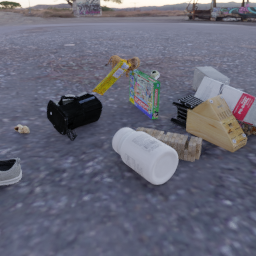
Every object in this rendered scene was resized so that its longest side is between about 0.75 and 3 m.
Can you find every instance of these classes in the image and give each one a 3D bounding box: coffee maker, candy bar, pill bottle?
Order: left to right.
[{"bbox_3d":[-2.060,-0.505,11.583,1.949,1.872,1.313,-24,-9,-41],"label":"coffee maker"},{"bbox_3d":[-0.518,-1.525,8.637,0.411,1.649,0.183,23,45,-31],"label":"candy bar"},{"bbox_3d":[0.454,0.781,8.871,1.203,1.203,2.104,-18,31,-32],"label":"pill bottle"}]

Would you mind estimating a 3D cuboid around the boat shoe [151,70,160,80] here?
[{"bbox_3d":[1.757,-3.502,18.219,0.564,0.486,1.565,5,27,10],"label":"boat shoe"}]

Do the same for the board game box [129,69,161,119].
[{"bbox_3d":[0.729,-1.676,13.222,0.369,1.704,2.533,-10,28,-21],"label":"board game box"}]

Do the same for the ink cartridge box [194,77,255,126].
[{"bbox_3d":[4.420,-1.133,11.895,1.867,1.072,2.572,9,22,-44],"label":"ink cartridge box"}]

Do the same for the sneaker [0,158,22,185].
[{"bbox_3d":[-4.075,1.226,7.852,2.151,0.882,0.804,-11,46,-41],"label":"sneaker"}]

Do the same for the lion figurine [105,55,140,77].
[{"bbox_3d":[-0.232,-2.531,10.917,1.389,0.851,0.503,17,52,3],"label":"lion figurine"}]

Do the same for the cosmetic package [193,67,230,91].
[{"bbox_3d":[4.402,-2.379,15.070,1.121,1.328,2.486,-1,25,-4],"label":"cosmetic package"}]

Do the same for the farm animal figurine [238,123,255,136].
[{"bbox_3d":[4.814,0.077,11.249,0.818,0.411,0.660,21,15,42],"label":"farm animal figurine"}]

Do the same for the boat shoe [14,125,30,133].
[{"bbox_3d":[-4.292,0.080,11.310,0.855,0.315,0.296,10,29,39],"label":"boat shoe"}]

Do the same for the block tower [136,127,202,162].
[{"bbox_3d":[1.315,0.550,9.921,2.448,0.708,0.661,9,28,19],"label":"block tower"}]

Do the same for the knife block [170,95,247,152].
[{"bbox_3d":[2.979,-0.117,11.277,0.914,2.509,2.858,-21,78,-33],"label":"knife block"}]
